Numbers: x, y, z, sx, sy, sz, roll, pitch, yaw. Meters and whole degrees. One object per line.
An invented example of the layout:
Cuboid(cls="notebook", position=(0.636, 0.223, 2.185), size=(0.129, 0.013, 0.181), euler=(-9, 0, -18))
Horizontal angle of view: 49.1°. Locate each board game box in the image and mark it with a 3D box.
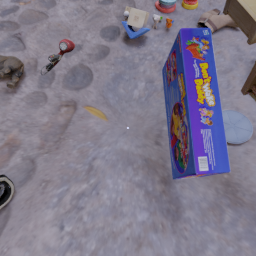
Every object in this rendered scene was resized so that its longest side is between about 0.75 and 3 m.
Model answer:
Cuboid(cls="board game box", position=(1.198, -0.336, 5.446), size=(0.570, 1.711, 2.545), euler=(-3, 78, -5))

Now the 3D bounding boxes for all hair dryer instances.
Cuboid(cls="hair dryer", position=(-1.184, -1.286, 4.811), size=(0.223, 0.626, 0.822), euler=(49, 56, -12))

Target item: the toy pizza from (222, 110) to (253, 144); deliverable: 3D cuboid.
Cuboid(cls="toy pizza", position=(3.118, -0.029, 8.427), size=(1.216, 0.193, 1.216), euler=(0, 57, 0))

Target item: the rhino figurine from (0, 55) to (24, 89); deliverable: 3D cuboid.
Cuboid(cls="rhino figurine", position=(-4.754, -2.108, 9.521), size=(2.623, 0.784, 1.147), euler=(13, 49, 11))

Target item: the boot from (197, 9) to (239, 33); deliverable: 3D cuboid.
Cuboid(cls="boot", position=(3.612, -4.150, 11.159), size=(1.574, 0.553, 1.151), euler=(36, 69, 23))

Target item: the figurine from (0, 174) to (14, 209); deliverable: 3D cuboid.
Cuboid(cls="figurine", position=(-4.400, 1.842, 6.773), size=(2.285, 1.008, 2.342), euler=(17, 57, 21))

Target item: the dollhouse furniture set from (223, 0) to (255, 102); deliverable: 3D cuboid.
Cuboid(cls="dollhouse furniture set", position=(3.564, -1.258, 5.098), size=(2.648, 1.665, 2.994), euler=(-21, 63, -7))

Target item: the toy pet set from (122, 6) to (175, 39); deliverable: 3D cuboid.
Cuboid(cls="toy pet set", position=(0.623, -3.999, 10.980), size=(1.963, 1.042, 1.833), euler=(20, 23, 10))

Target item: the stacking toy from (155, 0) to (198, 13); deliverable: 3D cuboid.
Cuboid(cls="stacking toy", position=(2.023, -5.830, 12.121), size=(1.846, 0.780, 1.671), euler=(-15, 57, -11))
